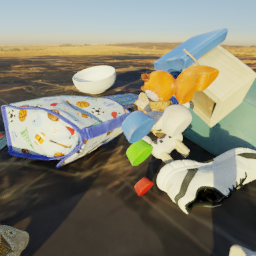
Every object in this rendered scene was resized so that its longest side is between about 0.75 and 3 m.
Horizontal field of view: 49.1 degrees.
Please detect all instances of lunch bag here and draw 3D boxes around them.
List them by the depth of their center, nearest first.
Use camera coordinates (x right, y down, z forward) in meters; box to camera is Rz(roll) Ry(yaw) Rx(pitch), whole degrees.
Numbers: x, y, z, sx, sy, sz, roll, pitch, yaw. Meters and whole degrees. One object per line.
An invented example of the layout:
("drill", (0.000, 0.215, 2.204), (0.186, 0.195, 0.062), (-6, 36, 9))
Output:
("lunch bag", (-1.139, -0.021, 5.582), (2.007, 1.243, 1.707), (2, 15, 31))

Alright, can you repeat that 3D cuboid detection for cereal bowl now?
("cereal bowl", (-1.426, -2.053, 12.388), (1.893, 0.788, 1.893), (-7, 33, 5))

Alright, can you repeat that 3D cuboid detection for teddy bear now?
("teddy bear", (1.390, -0.403, 7.231), (2.090, 0.962, 2.882), (4, 14, 33))

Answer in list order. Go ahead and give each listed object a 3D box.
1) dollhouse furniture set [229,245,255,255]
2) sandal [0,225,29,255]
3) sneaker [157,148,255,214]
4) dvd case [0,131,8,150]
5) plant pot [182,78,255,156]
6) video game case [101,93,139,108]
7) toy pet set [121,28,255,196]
("dollhouse furniture set", (1.293, 1.273, 1.506), (1.640, 1.164, 1.300), (16, 23, 41))
("sandal", (-1.289, 1.174, 2.979), (0.432, 0.481, 1.312), (-15, 17, -22))
("sneaker", (1.375, 0.807, 4.129), (1.835, 0.676, 0.734), (-11, 33, -18))
("dvd case", (-3.955, 0.432, 5.713), (2.475, 0.272, 1.807), (0, 17, 2))
("plant pot", (2.399, -0.146, 5.688), (1.518, 1.518, 2.148), (-7, 27, -20))
("video game case", (-0.373, -0.971, 10.320), (2.203, 0.192, 1.575), (-12, 21, -34))
("toy pet set", (0.530, -0.463, 3.733), (2.165, 2.319, 1.231), (-37, 67, -14))
